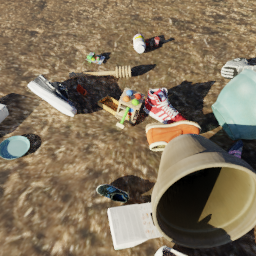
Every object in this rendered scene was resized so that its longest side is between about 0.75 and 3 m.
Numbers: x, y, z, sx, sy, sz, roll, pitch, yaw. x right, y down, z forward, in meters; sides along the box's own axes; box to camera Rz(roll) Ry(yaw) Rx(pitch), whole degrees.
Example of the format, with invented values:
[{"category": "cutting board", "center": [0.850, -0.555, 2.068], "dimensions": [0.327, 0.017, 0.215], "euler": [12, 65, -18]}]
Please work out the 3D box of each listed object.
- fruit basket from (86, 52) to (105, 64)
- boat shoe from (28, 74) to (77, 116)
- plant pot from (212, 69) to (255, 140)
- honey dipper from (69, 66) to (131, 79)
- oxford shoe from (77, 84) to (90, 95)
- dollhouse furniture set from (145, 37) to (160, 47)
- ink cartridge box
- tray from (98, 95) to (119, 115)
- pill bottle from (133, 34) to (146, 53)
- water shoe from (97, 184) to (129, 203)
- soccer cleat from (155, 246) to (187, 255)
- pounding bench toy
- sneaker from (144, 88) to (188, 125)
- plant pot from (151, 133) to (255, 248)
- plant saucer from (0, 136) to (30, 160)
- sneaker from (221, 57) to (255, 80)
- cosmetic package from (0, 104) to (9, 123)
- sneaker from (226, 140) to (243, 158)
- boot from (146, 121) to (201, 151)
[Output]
[{"category": "fruit basket", "center": [-1.631, -3.533, 14.126], "dimensions": [0.787, 0.369, 0.729], "euler": [15, 46, 10]}, {"category": "boat shoe", "center": [-2.927, -1.426, 11.394], "dimensions": [2.812, 1.009, 0.953], "euler": [31, 77, 34]}, {"category": "plant pot", "center": [4.085, -0.594, 9.968], "dimensions": [1.675, 2.500, 2.500], "euler": [-31, 47, 8]}, {"category": "honey dipper", "center": [-1.314, -2.561, 13.083], "dimensions": [2.909, 0.552, 0.552], "euler": [-3, 45, 2]}, {"category": "oxford shoe", "center": [-1.979, -1.666, 12.348], "dimensions": [0.327, 0.321, 0.903], "euler": [6, 28, -41]}, {"category": "dollhouse furniture set", "center": [1.315, -4.677, 15.239], "dimensions": [0.777, 0.418, 0.316], "euler": [-2, 45, -2]}, {"category": "ink cartridge box", "center": [0.198, 2.714, 7.890], "dimensions": [1.376, 0.345, 1.107], "euler": [-3, 44, -14]}, {"category": "tray", "center": [-0.612, -0.893, 11.545], "dimensions": [1.222, 0.226, 0.603], "euler": [32, 51, 29]}, {"category": "pill bottle", "center": [0.615, -4.462, 14.884], "dimensions": [0.611, 0.611, 1.171], "euler": [-1, 45, -1]}, {"category": "water shoe", "center": [-0.482, 1.967, 8.436], "dimensions": [1.061, 0.379, 0.419], "euler": [12, 2, 14]}, {"category": "soccer cleat", "center": [1.653, 3.632, 6.479], "dimensions": [2.400, 0.931, 0.832], "euler": [26, 50, 23]}, {"category": "pounding bench toy", "center": [0.013, -0.713, 10.580], "dimensions": [0.812, 1.019, 1.307], "euler": [22, 50, 2]}, {"category": "sneaker", "center": [1.533, -0.774, 10.729], "dimensions": [2.092, 1.176, 0.745], "euler": [29, 46, 26]}, {"category": "plant pot", "center": [1.914, 1.439, 7.783], "dimensions": [2.783, 2.783, 2.415], "euler": [-2, 28, -2]}, {"category": "plant saucer", "center": [-4.049, 0.722, 9.976], "dimensions": [1.102, 0.151, 1.102], "euler": [0, 45, 0]}, {"category": "sneaker", "center": [5.698, -2.747, 12.963], "dimensions": [2.461, 0.923, 1.421], "euler": [18, 45, 18]}, {"category": "cosmetic package", "center": [-5.902, -0.244, 10.687], "dimensions": [1.581, 0.542, 2.096], "euler": [13, 46, 17]}, {"category": "sneaker", "center": [3.517, 1.129, 9.356], "dimensions": [0.752, 0.643, 1.832], "euler": [42, 56, 10]}, {"category": "boot", "center": [1.665, 0.345, 10.023], "dimensions": [1.986, 0.745, 1.065], "euler": [-6, 49, 4]}]
